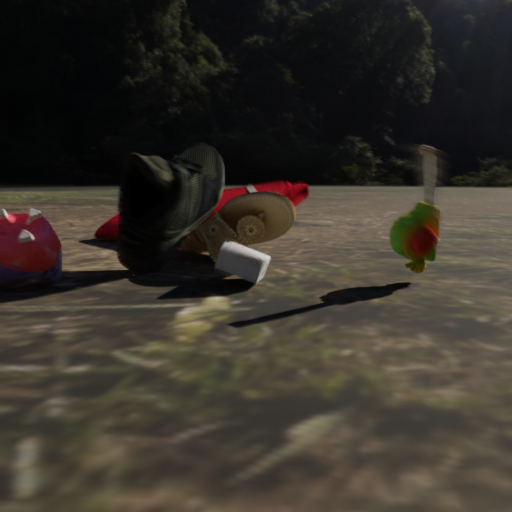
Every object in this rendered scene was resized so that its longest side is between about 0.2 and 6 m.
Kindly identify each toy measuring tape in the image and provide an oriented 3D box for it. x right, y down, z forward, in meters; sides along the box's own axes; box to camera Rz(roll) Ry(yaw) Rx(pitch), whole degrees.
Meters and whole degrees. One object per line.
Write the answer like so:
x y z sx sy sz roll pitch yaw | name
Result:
2.121 -0.567 7.567 0.649 1.766 0.649 -5 21 2 | toy measuring tape

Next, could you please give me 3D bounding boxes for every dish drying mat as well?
-1.279 -0.922 11.471 4.605 0.419 1.768 -1 26 37 | dish drying mat

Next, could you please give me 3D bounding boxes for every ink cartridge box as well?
-0.173 0.080 7.737 0.617 0.354 0.850 22 5 5 | ink cartridge box

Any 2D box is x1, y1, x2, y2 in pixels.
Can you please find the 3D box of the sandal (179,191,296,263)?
-0.576 -0.217 9.470 2.895 0.952 1.061 -10 -45 44 | sandal

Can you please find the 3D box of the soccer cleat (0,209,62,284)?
-4.035 -0.092 7.450 2.872 1.098 0.958 1 45 1 | soccer cleat

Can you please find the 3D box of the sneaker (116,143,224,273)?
-1.251 -1.190 8.843 1.087 1.629 2.844 24 49 11 | sneaker
